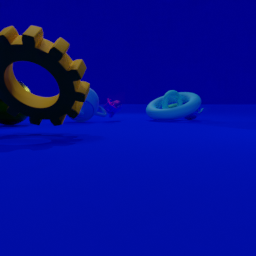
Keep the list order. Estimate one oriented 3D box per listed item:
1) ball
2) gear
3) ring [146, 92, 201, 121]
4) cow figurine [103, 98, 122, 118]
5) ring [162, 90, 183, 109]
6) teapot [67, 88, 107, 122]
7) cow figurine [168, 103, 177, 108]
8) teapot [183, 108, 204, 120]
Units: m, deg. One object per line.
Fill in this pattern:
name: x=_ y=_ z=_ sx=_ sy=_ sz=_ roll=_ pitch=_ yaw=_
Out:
ball: x=-3.422 y=-0.749 z=8.050 sx=1.339 sy=1.339 sz=1.339 roll=0 pitch=5 yaw=0
gear: x=-1.782 y=-0.909 z=5.396 sx=2.023 sy=2.023 sz=0.374 roll=1 pitch=43 yaw=10
ring: x=1.672 y=-0.827 z=10.412 sx=2.054 sy=0.411 sz=2.054 roll=-14 pitch=22 yaw=6
cow figurine: x=-0.513 y=-0.770 z=9.964 sx=0.925 sy=0.508 sz=0.910 roll=-36 pitch=-12 yaw=-38
ring: x=1.652 y=-0.868 z=10.353 sx=1.051 sy=1.051 sz=0.210 roll=-4 pitch=5 yaw=-40
teapot: x=-1.663 y=-0.759 z=9.409 sx=2.043 sy=1.270 sz=1.000 roll=16 pitch=34 yaw=-21
cow figurine: x=2.095 y=-0.802 z=11.939 sx=0.888 sy=0.488 sz=0.874 roll=-18 pitch=44 yaw=-8
teapot: x=2.422 y=-0.655 z=10.787 sx=1.117 sy=0.547 sz=0.695 roll=6 pitch=-23 yaw=-1
